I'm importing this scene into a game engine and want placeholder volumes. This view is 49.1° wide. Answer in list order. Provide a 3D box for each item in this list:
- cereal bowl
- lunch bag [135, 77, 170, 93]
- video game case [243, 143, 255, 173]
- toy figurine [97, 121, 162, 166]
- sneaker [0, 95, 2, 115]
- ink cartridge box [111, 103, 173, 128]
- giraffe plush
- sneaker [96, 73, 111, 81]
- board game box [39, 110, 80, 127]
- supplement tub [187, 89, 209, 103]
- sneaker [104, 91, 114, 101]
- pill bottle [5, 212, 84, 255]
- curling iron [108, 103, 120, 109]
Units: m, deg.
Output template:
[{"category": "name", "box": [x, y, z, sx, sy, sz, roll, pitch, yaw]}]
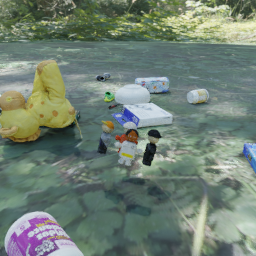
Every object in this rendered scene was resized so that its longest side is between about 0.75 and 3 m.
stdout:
[{"category": "cereal bowl", "box": [0.209, -1.584, 12.783, 1.626, 0.677, 1.626, 0, 20, 0]}, {"category": "lunch bag", "box": [1.266, -2.236, 14.466, 1.822, 0.688, 1.460, 0, 19, 2]}, {"category": "video game case", "box": [3.765, 0.807, 7.123, 1.264, 0.317, 1.395, 3, 21, 6]}, {"category": "toy figurine", "box": [0.014, 0.284, 6.096, 1.167, 0.812, 1.148, 21, 7, 42]}, {"category": "sneaker", "box": [-4.482, -0.856, 10.794, 1.023, 0.888, 2.310, -5, 23, -36]}, {"category": "ink cartridge box", "box": [0.467, -0.497, 10.407, 1.773, 0.360, 1.769, -8, 23, -20]}, {"category": "giraffe plush", "box": [-2.891, -0.546, 8.596, 2.190, 2.700, 2.330, -20, -16, -14]}, {"category": "sneaker", "box": [-1.424, -3.060, 17.012, 0.987, 0.373, 0.562, -16, 27, -23]}, {"category": "board game box", "box": [-2.784, -0.378, 10.237, 1.869, 0.263, 1.264, 1, 22, 1]}, {"category": "supplement tub", "box": [3.090, -1.403, 12.432, 0.809, 0.584, 0.584, -11, 24, -25]}, {"category": "sneaker", "box": [-0.852, -1.509, 12.936, 0.365, 0.412, 0.985, 2, 21, 8]}, {"category": "pill bottle", "box": [-1.070, 1.836, 3.820, 0.810, 0.810, 1.443, -16, 27, -36]}, {"category": "curling iron", "box": [-0.579, -0.950, 11.893, 0.202, 0.104, 0.813, -31, -4, 37]}]
